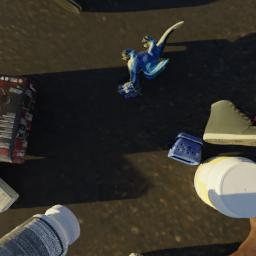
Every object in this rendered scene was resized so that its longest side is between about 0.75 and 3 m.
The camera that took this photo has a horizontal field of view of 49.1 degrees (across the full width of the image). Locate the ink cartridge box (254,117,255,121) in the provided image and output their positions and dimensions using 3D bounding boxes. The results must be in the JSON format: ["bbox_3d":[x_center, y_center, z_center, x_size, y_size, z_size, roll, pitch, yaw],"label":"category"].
[{"bbox_3d":[4.784,-0.338,9.018,1.076,0.378,1.324,35,82,3],"label":"ink cartridge box"}]

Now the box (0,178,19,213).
[{"bbox_3d":[-4.245,1.846,8.693,1.587,0.543,0.652,40,87,3],"label":"box"}]

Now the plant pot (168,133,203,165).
[{"bbox_3d":[1.805,0.638,8.672,0.863,0.863,0.776,20,79,2],"label":"plant pot"}]

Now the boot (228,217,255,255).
[{"bbox_3d":[3.577,3.708,8.430,1.660,0.722,1.996,-17,88,-3],"label":"boot"}]

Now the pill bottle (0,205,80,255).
[{"bbox_3d":[-2.040,2.598,5.981,1.168,2.016,1.168,13,115,30],"label":"pill bottle"}]

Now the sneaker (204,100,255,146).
[{"bbox_3d":[2.922,-0.172,6.990,2.086,0.780,1.108,1,75,40],"label":"sneaker"}]

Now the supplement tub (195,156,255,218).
[{"bbox_3d":[2.881,1.598,7.880,1.598,2.198,1.598,0,85,0],"label":"supplement tub"}]

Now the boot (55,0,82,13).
[{"bbox_3d":[-2.031,-4.727,9.270,1.760,0.682,1.217,35,81,2],"label":"boot"}]

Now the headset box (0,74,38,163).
[{"bbox_3d":[-4.161,-0.190,8.572,2.102,1.091,2.825,9,81,1],"label":"headset box"}]

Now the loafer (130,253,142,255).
[{"bbox_3d":[0.035,4.887,8.305,0.762,0.761,2.179,11,85,1],"label":"loafer"}]

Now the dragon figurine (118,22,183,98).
[{"bbox_3d":[0.762,-2.081,8.908,2.842,0.836,1.413,-32,85,-2],"label":"dragon figurine"}]
